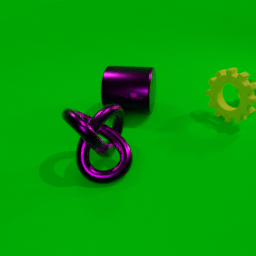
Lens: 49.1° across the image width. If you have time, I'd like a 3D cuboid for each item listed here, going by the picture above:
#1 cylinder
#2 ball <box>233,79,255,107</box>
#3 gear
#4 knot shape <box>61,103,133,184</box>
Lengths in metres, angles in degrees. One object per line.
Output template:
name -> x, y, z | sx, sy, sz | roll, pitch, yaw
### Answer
cylinder -> 0.057, -1.088, 8.037 | 1.350, 1.350, 1.350 | 5, 34, 12
ball -> 3.624, -1.030, 8.456 | 0.862, 0.862, 0.862 | 0, 34, 0
gear -> 2.820, -0.878, 7.675 | 0.271, 1.465, 1.465 | -21, 39, -30
knot shape -> -0.547, 0.155, 6.271 | 0.867, 1.875, 1.755 | -26, 10, 35
